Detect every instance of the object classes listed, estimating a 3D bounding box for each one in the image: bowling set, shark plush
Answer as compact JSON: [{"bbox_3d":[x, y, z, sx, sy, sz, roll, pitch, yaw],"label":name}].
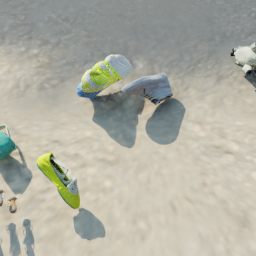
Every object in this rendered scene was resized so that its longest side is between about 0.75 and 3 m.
[{"bbox_3d":[-2.635,1.371,5.456,0.921,0.641,0.494,-5,37,-22],"label":"bowling set"},{"bbox_3d":[3.704,-2.072,8.527,0.833,0.909,2.001,4,13,-13],"label":"shark plush"}]

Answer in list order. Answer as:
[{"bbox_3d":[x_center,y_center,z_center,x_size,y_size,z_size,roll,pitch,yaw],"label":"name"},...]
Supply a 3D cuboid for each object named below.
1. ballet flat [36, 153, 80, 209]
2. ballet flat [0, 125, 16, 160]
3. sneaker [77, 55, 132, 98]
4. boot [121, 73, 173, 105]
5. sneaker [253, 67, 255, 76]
[{"bbox_3d":[-1.316,1.058,5.716,0.446,0.444,1.330,-37,94,11],"label":"ballet flat"},{"bbox_3d":[-3.401,0.064,6.905,0.713,0.682,2.027,-28,52,-37],"label":"ballet flat"},{"bbox_3d":[-0.746,-1.428,7.937,2.015,1.059,0.763,-35,93,-47],"label":"sneaker"},{"bbox_3d":[0.594,-0.961,7.492,1.561,0.574,0.746,-21,84,-33],"label":"boot"},{"bbox_3d":[4.278,-1.693,8.514,0.915,0.321,0.496,23,50,25],"label":"sneaker"}]
